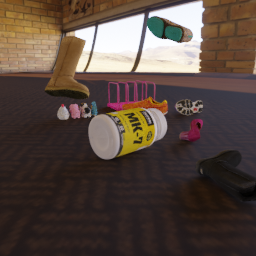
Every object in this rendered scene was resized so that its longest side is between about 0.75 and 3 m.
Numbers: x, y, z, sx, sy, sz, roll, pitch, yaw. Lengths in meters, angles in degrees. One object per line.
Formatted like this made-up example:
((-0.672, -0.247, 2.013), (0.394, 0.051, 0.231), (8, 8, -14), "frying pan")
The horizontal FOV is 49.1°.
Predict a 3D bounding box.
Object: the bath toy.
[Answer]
((-2.519, -0.885, 13.817), (1.976, 0.730, 0.859), (-9, 16, -29), "bath toy")

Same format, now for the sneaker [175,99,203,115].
((3.122, -1.037, 14.797), (2.014, 0.812, 0.840), (-1, -3, -42), "sneaker")

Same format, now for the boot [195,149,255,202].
((2.654, 1.071, 6.646), (1.404, 0.559, 1.703), (-17, 15, -18), "boot")

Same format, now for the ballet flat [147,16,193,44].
((1.419, -3.272, 9.421), (0.695, 0.704, 2.068), (-9, 38, -29), "ballet flat")

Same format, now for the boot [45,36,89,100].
((-2.072, -2.364, 10.649), (2.100, 2.398, 0.793), (9, -16, 27), "boot")

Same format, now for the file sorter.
((0.203, -1.954, 16.308), (2.415, 1.514, 1.678), (-7, 16, -24), "file sorter")

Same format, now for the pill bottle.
((0.059, 0.077, 8.907), (2.358, 1.348, 1.348), (-15, 21, -41), "pill bottle")

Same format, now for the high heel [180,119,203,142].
((2.641, 0.083, 10.444), (0.797, 0.559, 1.658), (0, 26, 40), "high heel")

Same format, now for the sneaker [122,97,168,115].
((0.872, -1.189, 14.600), (2.424, 0.935, 0.885), (2, 16, 14), "sneaker")
